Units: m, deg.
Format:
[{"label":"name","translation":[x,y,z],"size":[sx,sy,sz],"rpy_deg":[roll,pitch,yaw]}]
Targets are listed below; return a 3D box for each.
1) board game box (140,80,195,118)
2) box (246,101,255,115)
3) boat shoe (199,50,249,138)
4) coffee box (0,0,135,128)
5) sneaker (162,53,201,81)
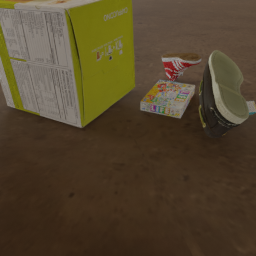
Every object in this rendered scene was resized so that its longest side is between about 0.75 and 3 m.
[{"label":"board game box","translation":[1.257,-0.943,8.557],"size":[1.207,0.307,1.796],"rpy_deg":[13,34,19]},{"label":"box","translation":[3.111,-0.532,7.612],"size":[0.814,0.200,0.335],"rpy_deg":[-4,71,-22]},{"label":"boat shoe","translation":[2.277,-0.975,7.094],"size":[1.063,0.898,2.983],"rpy_deg":[28,41,-9]},{"label":"coffee box","translation":[-1.717,-2.202,8.000],"size":[2.913,2.945,2.941],"rpy_deg":[15,36,26]},{"label":"sneaker","translation":[1.876,-2.069,9.644],"size":[0.578,0.912,1.622],"rpy_deg":[-31,30,-28]}]
